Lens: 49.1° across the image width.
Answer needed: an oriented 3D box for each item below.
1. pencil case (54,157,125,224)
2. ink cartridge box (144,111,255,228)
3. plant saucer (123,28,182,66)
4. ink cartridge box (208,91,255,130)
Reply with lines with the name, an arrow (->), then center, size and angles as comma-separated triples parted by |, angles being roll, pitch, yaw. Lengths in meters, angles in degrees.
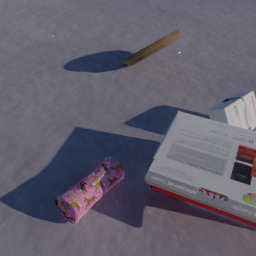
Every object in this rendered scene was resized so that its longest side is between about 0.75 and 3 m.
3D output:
pencil case -> -0.773, 1.303, 6.134 | 0.716, 0.685, 1.654 | 12, 38, 39
ink cartridge box -> 1.952, 1.036, 6.087 | 2.708, 1.136, 2.378 | 17, 45, 20
plant saucer -> 0.954, -3.033, 10.745 | 2.517, 0.371, 2.517 | -28, 12, 6
ink cartridge box -> 2.986, -0.320, 7.788 | 1.389, 1.004, 0.585 | -28, 15, -30
